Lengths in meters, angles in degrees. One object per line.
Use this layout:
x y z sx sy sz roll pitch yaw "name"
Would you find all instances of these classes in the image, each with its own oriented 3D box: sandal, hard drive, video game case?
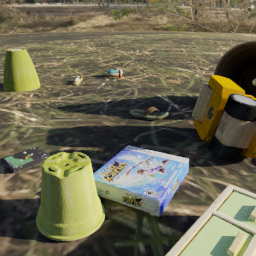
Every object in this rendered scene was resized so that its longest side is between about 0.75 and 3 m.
0.766 -0.602 10.554 1.497 0.427 0.594 8 25 18 "sandal"
-2.729 0.838 7.562 1.005 0.190 0.702 -21 31 -40 "hard drive"
0.308 1.101 6.562 1.731 0.434 1.910 10 24 26 "video game case"

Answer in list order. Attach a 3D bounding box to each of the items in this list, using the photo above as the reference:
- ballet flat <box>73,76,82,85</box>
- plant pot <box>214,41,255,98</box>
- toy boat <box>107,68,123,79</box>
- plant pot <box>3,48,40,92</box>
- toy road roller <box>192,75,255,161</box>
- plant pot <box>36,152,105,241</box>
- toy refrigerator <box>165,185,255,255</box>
-2.766 -2.621 15.301 0.357 0.328 1.042 2 24 5 "ballet flat"
5.101 -1.932 11.405 2.740 2.740 2.377 13 10 27 "plant pot"
-0.658 -3.299 16.597 0.957 0.529 1.138 -12 26 -26 "toy boat"
-5.480 -2.989 14.163 1.789 1.912 1.789 0 24 0 "plant pot"
3.320 -0.249 8.287 2.068 1.741 2.833 9 26 -11 "toy road roller"
-1.127 1.183 5.365 1.352 1.243 1.352 1 23 0 "plant pot"
1.484 1.869 4.365 0.934 0.861 2.461 19 29 37 "toy refrigerator"
